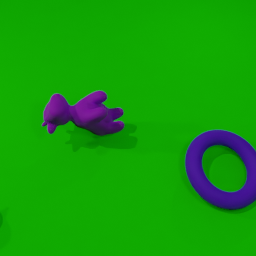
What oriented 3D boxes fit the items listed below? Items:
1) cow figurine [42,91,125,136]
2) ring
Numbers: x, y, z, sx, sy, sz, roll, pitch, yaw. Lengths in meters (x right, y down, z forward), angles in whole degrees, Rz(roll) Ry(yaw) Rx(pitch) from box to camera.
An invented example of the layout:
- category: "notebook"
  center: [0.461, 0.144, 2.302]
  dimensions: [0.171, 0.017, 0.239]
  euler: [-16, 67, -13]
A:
- category: "cow figurine"
  center: [-1.106, -0.263, 6.706]
  dimensions: [1.632, 1.659, 0.911]
  euler: [-19, 56, 24]
- category: "ring"
  center: [2.231, 0.910, 6.448]
  dimensions: [1.897, 0.379, 1.897]
  euler: [5, 63, -9]
